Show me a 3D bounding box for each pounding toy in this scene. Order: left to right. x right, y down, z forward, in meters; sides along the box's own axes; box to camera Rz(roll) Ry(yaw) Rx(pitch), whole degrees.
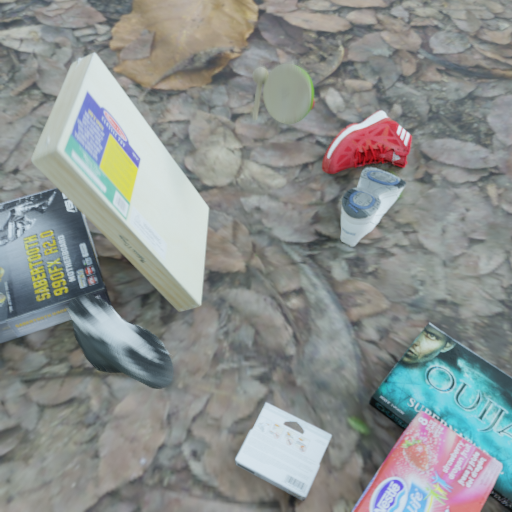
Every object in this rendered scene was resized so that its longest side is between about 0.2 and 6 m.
[{"bbox_3d":[0.643,-3.204,11.050,1.434,1.107,0.665,13,23,36],"label":"pounding toy"}]

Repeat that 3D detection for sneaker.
[{"bbox_3d":[-2.069,1.464,8.547,2.075,0.939,0.690,32,38,24],"label":"sneaker"},{"bbox_3d":[2.377,-1.098,11.913,0.928,1.084,2.490,30,42,22],"label":"sneaker"},{"bbox_3d":[2.685,-2.403,12.803,1.368,0.928,2.368,38,65,25],"label":"sneaker"}]

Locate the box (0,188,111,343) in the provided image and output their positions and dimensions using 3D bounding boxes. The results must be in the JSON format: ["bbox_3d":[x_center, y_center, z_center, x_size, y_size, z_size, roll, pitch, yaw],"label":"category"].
[{"bbox_3d":[-4.406,0.061,11.191,2.304,0.703,2.909,-18,57,-12],"label":"box"}]

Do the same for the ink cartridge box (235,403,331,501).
[{"bbox_3d":[0.454,3.213,9.270,1.271,0.277,1.103,23,58,15],"label":"ink cartridge box"}]

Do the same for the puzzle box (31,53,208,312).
[{"bbox_3d":[-2.085,-1.193,9.926,0.514,4.041,2.688,-17,45,19],"label":"puzzle box"}]

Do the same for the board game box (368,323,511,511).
[{"bbox_3d":[3.654,2.659,9.576,2.846,0.401,1.925,35,62,22],"label":"board game box"}]

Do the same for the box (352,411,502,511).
[{"bbox_3d":[2.101,3.919,8.056,1.386,1.448,2.904,33,62,21],"label":"box"}]
